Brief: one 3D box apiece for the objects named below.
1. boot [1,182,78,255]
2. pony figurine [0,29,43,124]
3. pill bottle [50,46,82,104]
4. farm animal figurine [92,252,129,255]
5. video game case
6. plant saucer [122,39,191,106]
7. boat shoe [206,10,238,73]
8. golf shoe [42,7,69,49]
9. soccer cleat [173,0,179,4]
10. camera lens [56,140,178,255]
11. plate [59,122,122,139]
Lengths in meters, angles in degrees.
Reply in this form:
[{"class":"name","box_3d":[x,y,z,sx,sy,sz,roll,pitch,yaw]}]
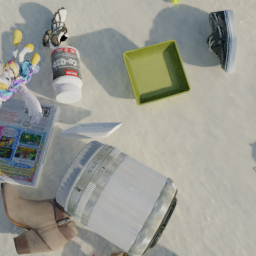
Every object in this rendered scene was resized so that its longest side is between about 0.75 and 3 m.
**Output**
[{"class":"boot","box_3d":[-2.405,2.282,7.713,1.653,0.794,2.261,-20,72,-14]},{"class":"pony figurine","box_3d":[-3.253,-1.339,8.059,1.841,2.135,2.211,12,55,-3]},{"class":"pill bottle","box_3d":[-1.980,-1.714,9.060,0.949,0.949,1.667,-9,70,-3]},{"class":"farm animal figurine","box_3d":[-0.339,3.570,7.189,1.386,0.697,1.119,-32,73,-11]},{"class":"video game case","box_3d":[-3.841,0.286,8.630,2.878,0.341,2.620,10,70,3]},{"class":"plant saucer","box_3d":[0.904,-1.770,9.178,1.837,0.440,1.839,-16,85,-6]},{"class":"boat shoe","box_3d":[3.186,-2.960,9.644,0.945,0.960,2.664,0,60,10]},{"class":"golf shoe","box_3d":[-2.407,-3.493,9.975,0.791,0.651,1.673,21,75,-7]},{"class":"soccer cleat","box_3d":[1.760,-5.190,10.761,0.432,0.334,1.033,-6,71,30]},{"class":"camera lens","box_3d":[-0.207,1.742,7.124,2.597,2.077,2.077,29,72,10]},{"class":"plate","box_3d":[-1.019,0.078,8.063,1.459,1.456,0.236,-2,102,13]}]
